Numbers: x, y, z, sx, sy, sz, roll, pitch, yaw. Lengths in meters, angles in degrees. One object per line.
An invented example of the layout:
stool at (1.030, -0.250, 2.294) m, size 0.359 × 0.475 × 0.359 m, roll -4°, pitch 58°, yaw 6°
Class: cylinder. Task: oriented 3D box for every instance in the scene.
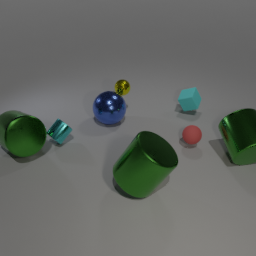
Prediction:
cylinder at (-3.747, 0.163, 9.671) m, size 1.400 × 1.400 × 1.400 m, roll -25°, pitch 25°, yaw -35°
cylinder at (3.921, 0.302, 9.319) m, size 1.400 × 1.400 × 1.400 m, roll -6°, pitch 56°, yaw -9°
cylinder at (-2.534, 0.121, 10.351) m, size 0.700 × 0.700 × 0.700 m, roll 29°, pitch 77°, yaw 39°
cylinder at (0.486, 1.040, 8.057) m, size 1.400 × 1.400 × 1.400 m, roll 26°, pitch 31°, yaw -17°

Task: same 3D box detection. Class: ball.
ball at (-0.239, -1.743, 12.070) m, size 0.700 × 0.700 × 0.700 m, roll 0°, pitch 31°, yaw 0°
ball at (-0.766, -0.833, 11.607) m, size 1.400 × 1.400 × 1.400 m, roll 0°, pitch 31°, yaw 0°
ball at (2.317, 0.245, 10.141) m, size 0.700 × 0.700 × 0.700 m, roll 0°, pitch 31°, yaw 0°

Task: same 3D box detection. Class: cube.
cube at (2.712, -1.256, 12.292) m, size 0.700 × 0.700 × 0.700 m, roll -8°, pitch 40°, yaw 39°
